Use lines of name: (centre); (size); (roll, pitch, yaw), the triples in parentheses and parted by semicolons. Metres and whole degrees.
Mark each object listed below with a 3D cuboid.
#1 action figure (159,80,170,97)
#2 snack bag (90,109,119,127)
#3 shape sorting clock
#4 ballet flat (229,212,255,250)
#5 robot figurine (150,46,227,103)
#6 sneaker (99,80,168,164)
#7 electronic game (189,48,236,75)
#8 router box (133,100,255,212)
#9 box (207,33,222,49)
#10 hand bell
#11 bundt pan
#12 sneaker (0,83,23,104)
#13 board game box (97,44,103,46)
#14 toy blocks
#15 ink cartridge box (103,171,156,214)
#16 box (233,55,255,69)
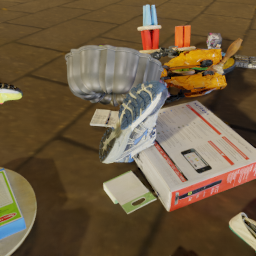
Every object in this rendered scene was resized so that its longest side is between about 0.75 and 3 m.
action figure: (0.356, -0.976, 8.888); (1.136, 1.263, 1.696); (31, 80, 35)
snack bag: (-0.626, -0.309, 8.703); (0.940, 0.101, 0.886); (6, 36, 8)
shape sorting clock: (-3.104, 1.728, 5.564); (2.459, 0.482, 2.459); (4, 36, -3)
ballet flat: (2.432, 2.065, 5.069); (0.467, 0.467, 1.344); (-19, 39, -24)
robot figurine: (1.904, -1.875, 9.764); (2.752, 0.801, 1.995); (-6, 80, 4)
sneaker: (0.248, -0.059, 6.295); (0.995, 2.336, 0.900); (16, 39, -29)
electronic game: (3.174, -2.821, 11.743); (2.589, 0.539, 2.589); (-1, 35, 0)
router box: (1.443, 0.476, 7.076); (2.484, 0.676, 2.767); (-14, 39, -18)
box: (4.258, -4.332, 13.870); (0.603, 0.524, 0.913); (4, 36, 6)
hand bell: (3.358, -2.358, 9.876); (0.944, 1.812, 0.944); (23, 34, -17)
bundt pan: (-0.407, -1.182, 7.293); (2.576, 0.967, 2.576); (6, -7, 1)
sneaker: (-2.798, -0.520, 5.488); (1.432, 0.647, 0.560); (-7, 20, -14)
board game box: (-1.288, -3.146, 12.436); (1.377, 0.371, 2.294); (14, 38, 26)
toy blocks: (1.417, -3.265, 10.403); (2.121, 2.544, 0.924); (2, 18, 22)
ink cartridge box: (0.026, 1.444, 6.163); (0.756, 0.249, 1.039); (-20, 41, -25)
box: (5.084, -2.874, 12.102); (1.029, 0.253, 0.830); (10, 36, 13)
